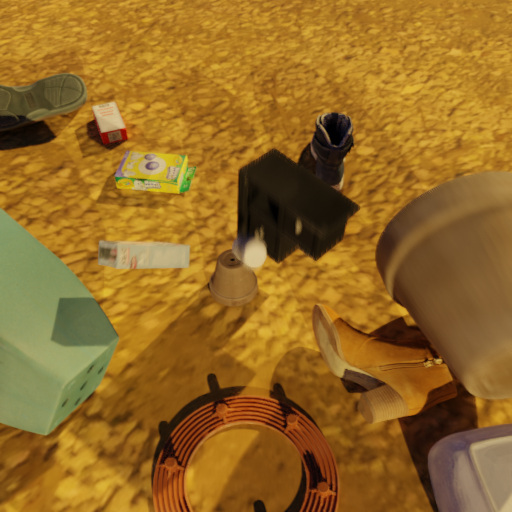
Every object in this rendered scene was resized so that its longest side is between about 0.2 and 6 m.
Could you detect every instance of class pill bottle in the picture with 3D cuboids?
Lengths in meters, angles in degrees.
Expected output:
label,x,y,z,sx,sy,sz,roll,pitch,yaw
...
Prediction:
label,x,y,z,sx,sy,sz,roll,pitch,yaw
pill bottle,-0.138,-0.079,9.493,0.406,0.406,0.714,-19,19,-17

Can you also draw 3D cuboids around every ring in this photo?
label,x,y,z,sx,sy,sz,roll,pitch,yaw
ring,-0.145,3.265,8.268,2.765,0.265,2.765,0,48,0

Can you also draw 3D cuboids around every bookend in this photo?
label,x,y,z,sx,sy,sz,roll,pitch,yaw
bookend,0.649,-0.518,10.097,0.926,2.010,1.998,-37,62,-28

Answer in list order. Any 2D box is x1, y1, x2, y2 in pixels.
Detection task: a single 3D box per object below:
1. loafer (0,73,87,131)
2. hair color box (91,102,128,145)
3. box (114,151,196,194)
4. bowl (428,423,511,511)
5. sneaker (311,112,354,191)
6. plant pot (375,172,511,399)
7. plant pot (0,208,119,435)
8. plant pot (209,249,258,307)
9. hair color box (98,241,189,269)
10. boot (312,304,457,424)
label,x,y,z,sx,sy,sz,roll,pitch,yaw
loafer,-6.098,-3.824,14.555,3.469,1.091,1.246,-14,88,-10
hair color box,-3.776,-3.430,14.436,0.654,0.395,1.289,-16,50,-14
box,-2.309,-1.948,13.050,1.719,0.416,1.009,6,48,4
bowl,3.766,3.369,7.773,2.318,0.865,2.315,-6,47,-4
sneaker,1.741,-2.803,13.004,0.882,1.676,2.319,-1,45,1
plant pot,3.659,0.653,8.694,2.991,2.991,2.595,-6,50,-6
plant pot,-3.825,1.167,8.698,2.967,2.096,2.097,34,34,8
plant pot,-0.441,0.345,10.605,0.963,0.840,0.963,0,48,0
hair color box,-1.742,-0.019,8.757,1.266,0.384,0.627,0,5,-41
boot,2.134,1.628,9.521,1.711,0.841,2.390,-14,52,-20
